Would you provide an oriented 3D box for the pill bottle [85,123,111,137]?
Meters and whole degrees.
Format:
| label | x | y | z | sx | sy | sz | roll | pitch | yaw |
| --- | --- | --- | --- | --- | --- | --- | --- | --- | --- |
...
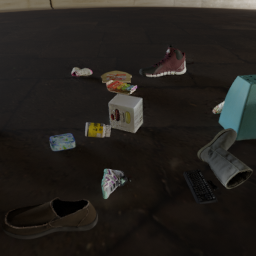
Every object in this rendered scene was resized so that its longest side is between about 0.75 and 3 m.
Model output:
| label | x | y | z | sx | sy | sz | roll | pitch | yaw |
| --- | --- | --- | --- | --- | --- | --- | --- | --- | --- |
| pill bottle | -1.108 | 0.081 | 10.297 | 0.893 | 0.510 | 0.510 | 4 | 29 | -9 |

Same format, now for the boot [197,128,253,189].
| label | x | y | z | sx | sy | sz | roll | pitch | yaw |
| --- | --- | --- | --- | --- | --- | --- | --- | --- | --- |
| boot | 3.049 | 0.842 | 8.344 | 1.593 | 0.636 | 1.752 | -43 | 21 | 1 |

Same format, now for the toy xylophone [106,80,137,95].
| label | x | y | z | sx | sy | sz | roll | pitch | yaw |
| --- | --- | --- | --- | --- | --- | --- | --- | --- | --- |
| toy xylophone | -0.280 | -2.093 | 14.247 | 1.592 | 0.400 | 1.166 | 11 | 31 | 18 |

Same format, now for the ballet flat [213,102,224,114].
| label | x | y | z | sx | sy | sz | roll | pitch | yaw |
| --- | --- | --- | --- | --- | --- | --- | --- | --- | --- |
| ballet flat | 4.312 | -0.966 | 11.812 | 1.475 | 0.471 | 0.558 | -10 | 39 | 20 |

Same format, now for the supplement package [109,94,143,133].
| label | x | y | z | sx | sy | sz | roll | pitch | yaw |
| --- | --- | --- | --- | --- | --- | --- | --- | --- | --- |
| supplement package | -0.070 | -0.576 | 10.830 | 1.077 | 1.126 | 0.828 | 13 | 37 | 22 |

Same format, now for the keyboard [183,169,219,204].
| label | x | y | z | sx | sy | sz | roll | pitch | yaw |
| --- | --- | --- | --- | --- | --- | --- | --- | --- | --- |
| keyboard | 2.151 | 1.635 | 8.036 | 0.791 | 0.169 | 1.318 | -4 | 31 | -7 |

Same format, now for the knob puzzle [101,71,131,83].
| label | x | y | z | sx | sy | sz | roll | pitch | yaw |
| --- | --- | --- | --- | --- | --- | --- | --- | --- | --- |
| knob puzzle | -0.650 | -2.796 | 15.603 | 1.880 | 0.261 | 1.880 | 0 | 30 | 0 |

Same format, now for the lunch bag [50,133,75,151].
| label | x | y | z | sx | sy | sz | roll | pitch | yaw |
| --- | --- | --- | --- | --- | --- | --- | --- | --- | --- |
| lunch bag | -2.314 | 0.482 | 9.858 | 0.846 | 0.349 | 0.680 | -9 | 28 | -17 |

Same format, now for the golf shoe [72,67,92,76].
| label | x | y | z | sx | sy | sz | roll | pitch | yaw |
| --- | --- | --- | --- | --- | --- | --- | --- | --- | --- |
| golf shoe | -2.676 | -3.156 | 16.143 | 1.239 | 0.466 | 0.567 | 6 | 44 | 17 |

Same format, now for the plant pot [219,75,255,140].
| label | x | y | z | sx | sy | sz | roll | pitch | yaw |
| --- | --- | --- | --- | --- | --- | --- | --- | --- | --- |
| plant pot | 4.520 | -0.839 | 10.412 | 1.461 | 2.069 | 1.462 | -5 | 31 | -8 |

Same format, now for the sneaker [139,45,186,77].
| label | x | y | z | sx | sy | sz | roll | pitch | yaw |
| --- | --- | --- | --- | --- | --- | --- | --- | --- | --- |
| sneaker | 2.015 | -3.891 | 16.107 | 2.847 | 1.644 | 1.077 | -9 | 31 | -15 |

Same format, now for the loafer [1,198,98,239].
| label | x | y | z | sx | sy | sz | roll | pitch | yaw |
| --- | --- | --- | --- | --- | --- | --- | --- | --- | --- |
| loafer | -1.872 | 2.017 | 6.720 | 2.248 | 0.802 | 0.821 | -5 | 30 | -9 |

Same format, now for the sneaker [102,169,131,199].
| label | x | y | z | sx | sy | sz | roll | pitch | yaw |
| --- | --- | --- | --- | --- | --- | --- | --- | --- | --- |
| sneaker | -0.315 | 1.540 | 7.910 | 0.800 | 0.444 | 1.143 | 0 | 31 | 1 |
